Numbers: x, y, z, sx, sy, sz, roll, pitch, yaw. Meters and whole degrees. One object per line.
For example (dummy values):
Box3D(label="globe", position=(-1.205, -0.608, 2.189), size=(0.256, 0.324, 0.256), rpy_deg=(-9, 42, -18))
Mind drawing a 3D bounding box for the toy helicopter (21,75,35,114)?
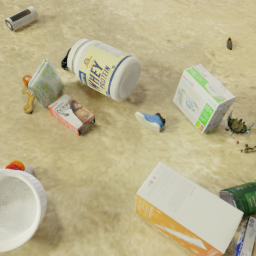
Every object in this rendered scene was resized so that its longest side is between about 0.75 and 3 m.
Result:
Box3D(label="toy helicopter", position=(-4.113, -1.408, 12.271), size=(1.183, 0.706, 1.790), rpy_deg=(9, 66, -5))

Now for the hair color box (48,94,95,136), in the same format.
Box3D(label="hair color box", position=(-2.321, -0.570, 11.619), size=(1.761, 0.563, 0.977), rpy_deg=(35, 62, 21))

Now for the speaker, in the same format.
Box3D(label="speaker", position=(-5.787, -5.996, 15.324), size=(0.691, 0.691, 1.702), rpy_deg=(38, 62, 23))

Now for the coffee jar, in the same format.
Box3D(label="coffee jar", position=(4.312, 2.236, 9.260), size=(2.294, 1.196, 0.979), rpy_deg=(-14, 80, -9))

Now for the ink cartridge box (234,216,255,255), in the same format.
Box3D(label="ink cartridge box", position=(3.642, 3.547, 8.674), size=(0.320, 0.680, 1.446), rpy_deg=(22, 58, 15))

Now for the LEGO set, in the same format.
Box3D(label="LEGO set", position=(4.445, 0.177, 11.253), size=(1.168, 0.510, 1.799), rpy_deg=(3, 68, 5))

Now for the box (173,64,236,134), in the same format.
Box3D(label="box", position=(2.975, -1.164, 11.196), size=(0.989, 1.805, 2.045), rpy_deg=(-23, 60, -23))

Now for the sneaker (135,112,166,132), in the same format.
Box3D(label="sneaker", position=(0.964, -0.407, 11.563), size=(1.266, 0.486, 0.704), rpy_deg=(32, 57, 25))

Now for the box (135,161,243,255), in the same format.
Box3D(label="box", position=(1.737, 2.617, 8.670), size=(2.807, 1.746, 1.368), rpy_deg=(31, 61, 20))

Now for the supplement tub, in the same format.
Box3D(label="supplement tub", position=(-1.039, -2.573, 12.142), size=(2.735, 1.983, 1.983), rpy_deg=(29, 60, 19))

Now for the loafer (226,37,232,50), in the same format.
Box3D(label="loafer", position=(5.226, -4.350, 14.412), size=(0.291, 0.289, 0.799), rpy_deg=(2, 56, 1))

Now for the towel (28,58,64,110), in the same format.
Box3D(label="towel", position=(-3.448, -1.848, 11.946), size=(0.417, 1.483, 1.732), rpy_deg=(5, 54, 19))

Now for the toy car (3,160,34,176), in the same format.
Box3D(label="toy car", position=(-3.952, 1.731, 9.765), size=(1.131, 0.969, 1.292), rpy_deg=(-3, 55, -3))

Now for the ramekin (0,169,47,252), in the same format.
Box3D(label="ramekin", position=(-3.690, 2.418, 8.654), size=(2.382, 1.161, 2.382), rpy_deg=(0, 87, 0))

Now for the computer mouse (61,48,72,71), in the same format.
Box3D(label="computer mouse", position=(-2.130, -3.287, 13.531), size=(2.280, 0.525, 1.601), rpy_deg=(15, 56, 11))
